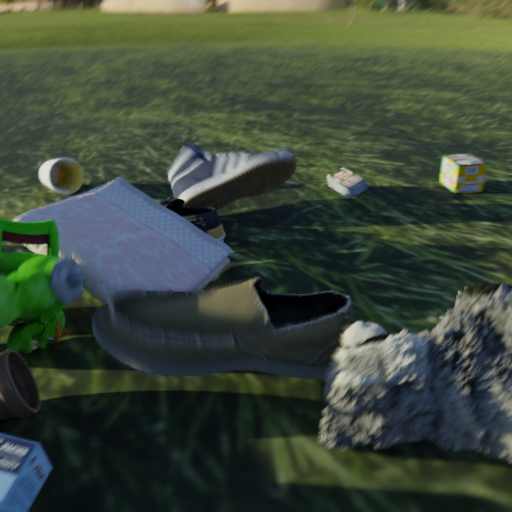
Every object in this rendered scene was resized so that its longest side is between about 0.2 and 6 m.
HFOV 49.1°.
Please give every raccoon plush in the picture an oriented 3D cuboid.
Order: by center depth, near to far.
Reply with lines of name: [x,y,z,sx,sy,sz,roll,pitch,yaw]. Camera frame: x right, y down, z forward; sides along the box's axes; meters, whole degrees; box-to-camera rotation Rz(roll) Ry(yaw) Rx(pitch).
raccoon plush: [2.393,1.726,5.588,2.497,1.803,3.726,-25,35,-27]

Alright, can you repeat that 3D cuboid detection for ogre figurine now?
ogre figurine: [-3.714,0.478,7.549,2.287,1.872,3.815,-12,-12,-30]

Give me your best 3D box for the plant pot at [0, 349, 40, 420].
plant pot: [-3.125,1.647,6.713,0.740,0.848,0.848,-24,31,-7]

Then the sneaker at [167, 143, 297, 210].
sneaker: [-0.633,-2.018,12.731,2.896,1.015,1.571,-24,54,-11]

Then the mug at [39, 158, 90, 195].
mug: [-4.896,-1.950,14.063,0.916,1.115,0.893,14,61,44]

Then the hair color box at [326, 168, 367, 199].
hair color box: [2.222,-1.802,13.806,0.515,0.315,1.040,-27,31,-10]

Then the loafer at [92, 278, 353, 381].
loafer: [-0.314,0.765,7.328,3.504,1.220,1.317,5,28,-12]

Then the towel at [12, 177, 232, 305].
towel: [-2.131,-0.194,9.489,2.833,0.457,2.705,33,35,11]

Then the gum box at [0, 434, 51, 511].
gum box: [-3.164,2.432,4.571,1.943,0.510,2.287,9,43,12]

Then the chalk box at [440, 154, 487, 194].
chalk box: [5.209,-2.146,14.302,0.759,0.755,1.220,-4,26,-4]

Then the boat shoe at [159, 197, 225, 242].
boat shoe: [-1.775,-0.811,11.566,2.536,0.789,0.946,13,30,28]
